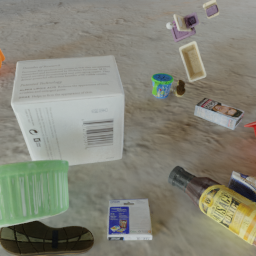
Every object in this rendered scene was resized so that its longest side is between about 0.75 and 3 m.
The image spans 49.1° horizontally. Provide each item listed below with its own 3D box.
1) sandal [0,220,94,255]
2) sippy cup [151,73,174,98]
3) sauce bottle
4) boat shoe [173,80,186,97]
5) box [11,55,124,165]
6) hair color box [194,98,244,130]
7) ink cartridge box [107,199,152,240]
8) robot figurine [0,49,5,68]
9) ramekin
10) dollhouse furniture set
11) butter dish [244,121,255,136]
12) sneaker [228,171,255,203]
[{"bbox_3d":[-1.902,2.665,6.581,2.150,0.587,0.878,7,40,-15],"label":"sandal"},{"bbox_3d":[1.513,-1.863,12.608,1.252,0.918,0.984,-12,36,-20],"label":"sippy cup"},{"bbox_3d":[2.322,1.926,7.293,2.866,0.946,0.946,27,43,36],"label":"sauce bottle"},{"bbox_3d":[2.393,-1.771,13.021,0.471,0.403,1.286,29,41,-4],"label":"boat shoe"},{"bbox_3d":[-1.681,-0.445,8.637,2.917,2.902,1.907,-6,48,-8],"label":"box"},{"bbox_3d":[3.616,-0.595,11.171,1.693,0.513,0.838,26,42,31],"label":"hair color box"},{"bbox_3d":[0.035,2.351,7.241,1.102,0.262,1.115,-1,34,1],"label":"ink cartridge box"},{"bbox_3d":[-7.614,-3.329,14.128,2.002,1.623,2.783,25,39,11],"label":"robot figurine"},{"bbox_3d":[-2.569,1.543,6.572,2.464,2.464,1.204,-8,80,-11],"label":"ramekin"},{"bbox_3d":[2.115,-2.621,8.718,1.711,2.159,1.532,-16,6,32],"label":"dollhouse furniture set"},{"bbox_3d":[5.180,0.383,9.043,2.086,1.542,2.080,0,-7,-5],"label":"butter dish"},{"bbox_3d":[3.862,1.777,7.637,2.152,0.869,1.243,26,39,22],"label":"sneaker"}]
